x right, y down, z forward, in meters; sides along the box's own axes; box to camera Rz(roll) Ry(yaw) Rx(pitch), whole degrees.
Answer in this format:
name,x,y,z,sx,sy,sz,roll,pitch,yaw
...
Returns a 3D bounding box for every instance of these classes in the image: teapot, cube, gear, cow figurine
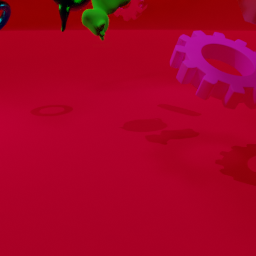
name,x,y,z,sx,sy,sz,roll,pitch,yaw
teapot,-1.451,-3.456,7.108,1.220,1.963,0.961,13,-11,-4
cube,2.253,-2.224,4.089,1.039,1.039,1.039,-32,29,9
gear,1.853,-1.187,5.428,2.016,0.373,2.016,8,46,-8
cow figurine,-0.451,-2.811,6.440,1.376,1.354,0.755,-21,1,-9
gear,-0.166,-4.091,8.467,1.652,1.652,0.306,19,58,40

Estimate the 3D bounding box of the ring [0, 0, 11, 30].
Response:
name,x,y,z,sx,sy,sz,roll,pitch,yaw
ring,-4.182,-3.379,8.683,0.269,1.343,1.343,44,24,-5
